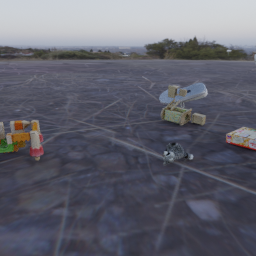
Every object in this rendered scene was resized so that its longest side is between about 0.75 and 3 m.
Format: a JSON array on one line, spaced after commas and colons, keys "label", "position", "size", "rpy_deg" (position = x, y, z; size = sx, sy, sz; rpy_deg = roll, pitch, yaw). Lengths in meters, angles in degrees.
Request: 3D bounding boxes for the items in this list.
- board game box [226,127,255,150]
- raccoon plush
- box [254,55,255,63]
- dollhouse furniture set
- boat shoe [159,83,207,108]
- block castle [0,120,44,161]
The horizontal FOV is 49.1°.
[{"label": "board game box", "position": [3.175, 0.265, 7.070], "size": [0.804, 0.246, 1.061], "rpy_deg": [-17, 21, -33]}, {"label": "raccoon plush", "position": [1.082, 0.636, 5.999], "size": [0.751, 0.363, 0.503], "rpy_deg": [18, 48, -4]}, {"label": "box", "position": [4.777, -1.010, 6.390], "size": [2.164, 2.514, 2.526], "rpy_deg": [-17, -1, -44]}, {"label": "dollhouse furniture set", "position": [1.774, -0.700, 8.946], "size": [1.264, 1.118, 0.703], "rpy_deg": [18, 30, 37]}, {"label": "boat shoe", "position": [2.163, -1.196, 10.800], "size": [1.820, 0.673, 0.776], "rpy_deg": [-15, -31, 24]}, {"label": "block castle", "position": [-2.710, 0.357, 6.249], "size": [1.553, 0.729, 1.038], "rpy_deg": [-7, 22, -15]}]
